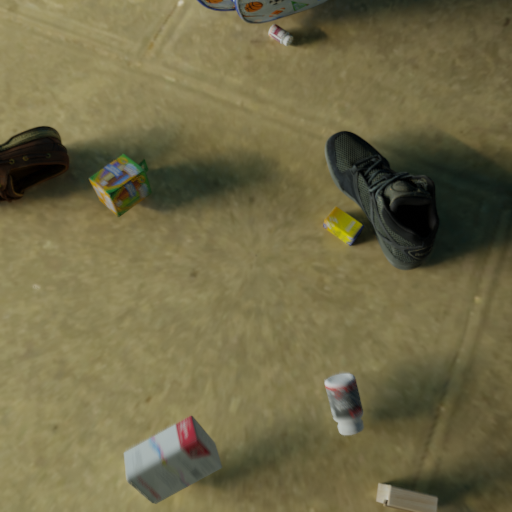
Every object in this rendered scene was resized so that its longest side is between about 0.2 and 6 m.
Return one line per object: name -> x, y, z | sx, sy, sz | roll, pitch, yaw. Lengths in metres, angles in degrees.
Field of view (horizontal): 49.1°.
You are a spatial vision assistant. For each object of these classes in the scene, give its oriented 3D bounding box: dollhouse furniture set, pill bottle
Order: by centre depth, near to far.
dollhouse furniture set -> 2.247, 4.549, 8.774 | 1.558, 1.103, 1.696 | 11, 70, 5
pill bottle -> 1.542, 2.550, 9.653 | 0.537, 0.537, 0.926 | -15, 93, -5
pill bottle -> 0.564, -5.010, 12.732 | 0.514, 0.293, 0.293 | 39, 74, 13

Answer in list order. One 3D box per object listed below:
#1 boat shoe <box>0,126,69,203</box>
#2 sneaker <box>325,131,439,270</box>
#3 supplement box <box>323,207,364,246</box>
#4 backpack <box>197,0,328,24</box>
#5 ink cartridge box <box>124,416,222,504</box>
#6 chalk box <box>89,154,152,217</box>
boat shoe -> -5.076, -1.553, 11.067 | 2.852, 1.027, 0.963 | -29, 70, -13
sneaker -> 2.422, -1.392, 10.613 | 1.210, 1.813, 3.165 | -23, 70, -10
supplement box -> 1.716, -0.582, 11.049 | 0.691, 0.376, 0.378 | 36, 73, 12
backpack -> 0.076, -6.682, 11.841 | 3.566, 3.744, 2.884 | -15, 78, 2
ink cartridge box -> -1.362, 3.331, 9.129 | 1.288, 0.939, 0.534 | -28, 37, 0
chalk box -> -2.569, -1.466, 11.107 | 1.136, 0.709, 0.704 | -41, 62, -20
